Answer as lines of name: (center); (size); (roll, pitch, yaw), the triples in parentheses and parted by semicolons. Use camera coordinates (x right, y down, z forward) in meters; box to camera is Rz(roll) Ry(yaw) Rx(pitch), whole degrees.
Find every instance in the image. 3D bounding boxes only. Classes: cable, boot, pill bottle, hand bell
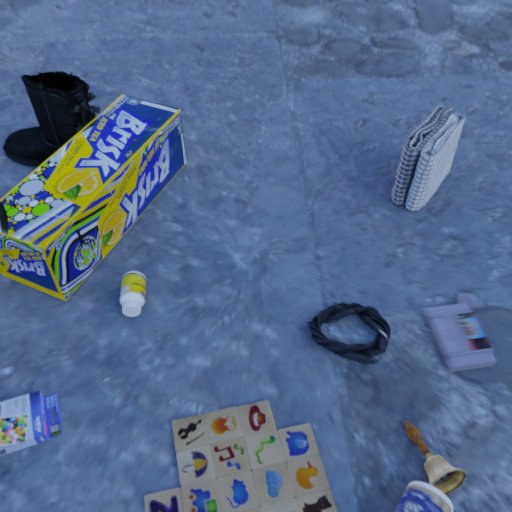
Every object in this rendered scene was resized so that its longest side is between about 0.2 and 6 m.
cable: (1.483, 1.162, 9.012); (1.326, 0.337, 1.082); (13, 49, 14)
boot: (-4.339, -2.789, 11.542); (2.449, 2.007, 0.906); (13, 49, 13)
pill bottle: (1.913, 3.369, 6.797); (0.603, 0.603, 1.087); (27, 53, 22)
pill bottle: (-2.082, 0.650, 9.448); (0.409, 0.409, 0.734); (-3, 48, -3)
hand bell: (2.314, 2.680, 7.640); (0.542, 0.542, 1.040); (-14, 36, -13)

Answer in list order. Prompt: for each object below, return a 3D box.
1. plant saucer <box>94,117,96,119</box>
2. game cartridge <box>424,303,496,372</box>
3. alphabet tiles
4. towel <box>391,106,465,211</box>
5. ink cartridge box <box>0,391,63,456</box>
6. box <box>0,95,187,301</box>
plant saucer: (-3.470, -2.794, 12.775); (1.139, 0.209, 1.141); (10, 49, 9)
game cartridge: (3.268, 1.281, 9.014); (0.759, 0.225, 1.171); (-10, 48, -3)
alphabet tiles: (-0.192, 3.294, 7.215); (2.418, 0.109, 2.892); (-10, 48, -9)
towel: (3.374, -1.971, 11.141); (0.772, 1.494, 1.804); (26, 53, 23)
ink cartridge box: (-3.432, 2.391, 7.957); (1.241, 0.260, 0.741); (-14, 49, -15)
box: (-3.002, -1.292, 10.573); (1.508, 1.384, 4.305); (18, 50, 17)
